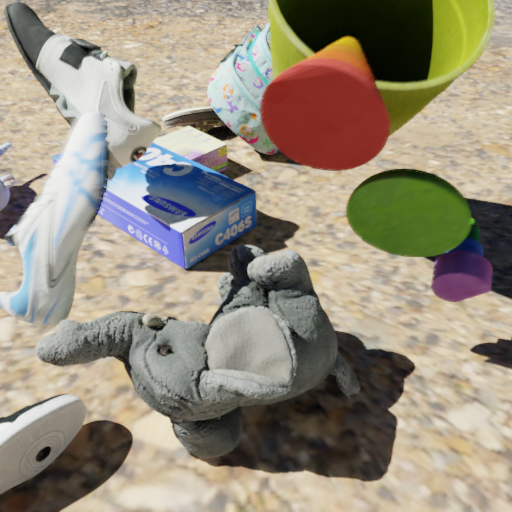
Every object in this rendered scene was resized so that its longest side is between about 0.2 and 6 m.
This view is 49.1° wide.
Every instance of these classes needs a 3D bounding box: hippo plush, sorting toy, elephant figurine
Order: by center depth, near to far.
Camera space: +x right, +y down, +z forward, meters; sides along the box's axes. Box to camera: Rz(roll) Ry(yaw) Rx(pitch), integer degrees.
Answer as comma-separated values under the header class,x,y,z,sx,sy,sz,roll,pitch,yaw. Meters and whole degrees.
class,x,y,z,sx,sy,sz,roll,pitch,yaw
elephant figurine,-0.525,1.381,7.043,2.479,2.261,3.195,9,30,34
sorting toy,1.847,-1.132,7.085,1.489,4.296,1.479,-16,44,43
hippo plush,-5.949,-1.381,11.292,1.874,1.857,2.331,46,12,22

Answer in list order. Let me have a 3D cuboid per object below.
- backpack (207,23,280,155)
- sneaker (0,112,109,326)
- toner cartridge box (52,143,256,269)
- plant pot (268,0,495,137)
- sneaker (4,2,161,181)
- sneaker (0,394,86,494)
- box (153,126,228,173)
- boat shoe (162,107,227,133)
class,x,y,z,sx,sy,sz,roll,pitch,yaw
backpack,0.324,-4.038,13.574,2.636,2.236,2.970,41,47,-15
sneaker,-2.349,-0.488,6.584,0.951,2.624,0.943,17,-3,-18
toner cartridge box,-2.140,-1.335,11.447,4.115,0.888,1.954,29,46,32
plant pot,1.571,-3.116,9.076,3.204,3.085,3.204,2,70,-6
sneaker,-2.894,-3.093,9.653,1.523,1.275,3.442,-36,89,-1
sneaker,-3.515,2.267,6.746,1.464,0.956,2.617,29,47,30
box,-1.560,-2.300,12.881,1.219,0.670,1.386,-31,47,-34
boat shoe,-1.290,-3.482,14.345,2.229,0.666,0.796,-16,18,-23
